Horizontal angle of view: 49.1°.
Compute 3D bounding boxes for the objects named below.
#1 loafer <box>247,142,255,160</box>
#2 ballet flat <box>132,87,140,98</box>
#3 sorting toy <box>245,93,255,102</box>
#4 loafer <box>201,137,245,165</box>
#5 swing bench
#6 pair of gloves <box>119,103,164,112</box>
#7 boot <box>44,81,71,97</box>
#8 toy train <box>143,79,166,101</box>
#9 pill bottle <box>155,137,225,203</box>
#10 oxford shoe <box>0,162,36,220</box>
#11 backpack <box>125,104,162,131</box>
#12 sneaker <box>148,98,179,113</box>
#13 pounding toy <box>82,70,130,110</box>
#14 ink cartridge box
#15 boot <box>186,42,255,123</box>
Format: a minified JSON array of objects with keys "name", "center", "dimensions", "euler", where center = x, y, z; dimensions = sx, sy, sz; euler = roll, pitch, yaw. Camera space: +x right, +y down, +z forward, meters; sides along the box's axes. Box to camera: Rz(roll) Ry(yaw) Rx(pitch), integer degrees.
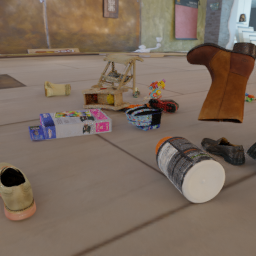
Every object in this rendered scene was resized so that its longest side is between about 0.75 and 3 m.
[{"name":"loafer","center":[4.419,0.658,8.130],"dimensions":[2.356,0.858,0.852],"euler":[-14,53,-34]},{"name":"ballet flat","center":[0.490,-2.123,16.314],"dimensions":[0.473,0.473,1.314],"euler":[1,19,3]},{"name":"sorting toy","center":[6.579,-1.693,15.399],"dimensions":[1.177,0.234,1.593],"euler":[-2,19,-7]},{"name":"loafer","center":[2.873,0.544,8.483],"dimensions":[0.598,0.594,1.643],"euler":[-12,22,-28]},{"name":"swing bench","center":[-0.369,-2.536,12.562],"dimensions":[1.053,1.623,1.615],"euler":[6,11,-44]},{"name":"pair of gloves","center":[0.599,-0.874,12.953],"dimensions":[1.708,0.237,1.917],"euler":[-10,19,-24]},{"name":"boot","center":[-4.153,-2.352,16.559],"dimensions":[1.511,0.707,1.944],"euler":[-6,21,-15]},{"name":"toy train","center":[1.248,-1.683,12.738],"dimensions":[1.109,0.410,1.476],"euler":[-23,30,41]},{"name":"pill bottle","center":[1.361,0.859,6.875],"dimensions":[1.067,1.067,2.009],"euler":[-6,20,-15]},{"name":"oxford shoe","center":[-2.630,1.154,6.387],"dimensions":[0.795,0.829,2.246],"euler":[-14,24,-34]},{"name":"backpack","center":[0.536,-0.382,10.759],"dimensions":[1.233,0.830,1.126],"euler":[-12,23,-33]},{"name":"sneaker","center":[1.719,-1.092,13.214],"dimensions":[1.564,0.553,0.764],"euler":[17,25,35]},{"name":"pounding toy","center":[-1.273,-1.839,13.437],"dimensions":[1.712,1.718,2.994],"euler":[-14,17,-34]},{"name":"ink cartridge box","center":[-2.246,-0.182,10.638],"dimensions":[2.914,0.611,1.739],"euler":[-9,21,-20]},{"name":"boot","center":[3.008,-1.542,9.968],"dimensions":[2.657,2.823,0.967],"euler":[11,-10,34]}]
